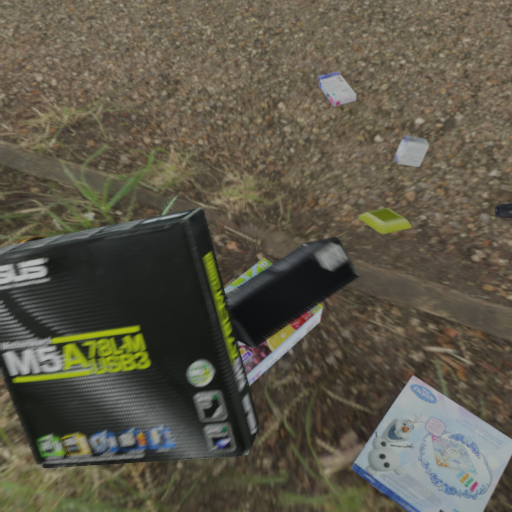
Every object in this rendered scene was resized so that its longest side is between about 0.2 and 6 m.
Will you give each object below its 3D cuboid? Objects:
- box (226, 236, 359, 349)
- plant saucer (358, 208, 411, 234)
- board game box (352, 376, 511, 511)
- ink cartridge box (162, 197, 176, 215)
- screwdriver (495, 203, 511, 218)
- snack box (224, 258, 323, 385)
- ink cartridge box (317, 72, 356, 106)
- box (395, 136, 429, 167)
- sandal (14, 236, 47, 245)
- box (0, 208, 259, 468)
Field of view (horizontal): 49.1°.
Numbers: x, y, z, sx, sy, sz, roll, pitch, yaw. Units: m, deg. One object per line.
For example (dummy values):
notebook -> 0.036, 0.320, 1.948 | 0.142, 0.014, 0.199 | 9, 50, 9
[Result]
box -> 0.411, 0.539, 8.713 | 1.952, 1.378, 0.770 | -33, 97, -13
plant saucer -> 2.221, -0.636, 9.639 | 0.660, 0.158, 0.659 | -12, 33, -26
board game box -> 2.842, 3.202, 8.945 | 1.904, 0.413, 1.894 | 33, 59, 22
ink cartridge box -> -1.359, -0.365, 7.896 | 0.232, 0.703, 0.966 | 39, 99, -9
screwdriver -> 6.471, -1.061, 12.188 | 2.516, 0.351, 0.366 | -6, 83, -1
snack box -> -0.099, 1.248, 10.315 | 2.224, 0.589, 1.581 | -38, 62, -25
ink cartridge box -> 2.115, -4.437, 14.856 | 0.653, 0.230, 1.095 | -18, 58, -13
box -> 3.207, -2.157, 11.561 | 0.495, 0.538, 0.282 | 7, 42, -10
sandal -> -4.258, 0.093, 11.036 | 3.086, 0.833, 1.240 | -15, 54, -11
box -> -1.813, 1.162, 7.157 | 3.168, 3.060, 0.753 | -9, 17, 16
